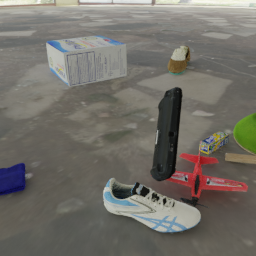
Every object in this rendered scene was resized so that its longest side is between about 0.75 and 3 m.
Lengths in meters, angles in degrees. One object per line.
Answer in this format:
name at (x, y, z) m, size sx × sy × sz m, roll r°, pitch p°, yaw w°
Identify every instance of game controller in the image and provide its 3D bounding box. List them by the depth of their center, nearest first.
game controller at (0.726, 0.114, 5.279) m, size 0.367 × 0.910 × 1.744 m, roll 10°, pitch 71°, yaw -2°

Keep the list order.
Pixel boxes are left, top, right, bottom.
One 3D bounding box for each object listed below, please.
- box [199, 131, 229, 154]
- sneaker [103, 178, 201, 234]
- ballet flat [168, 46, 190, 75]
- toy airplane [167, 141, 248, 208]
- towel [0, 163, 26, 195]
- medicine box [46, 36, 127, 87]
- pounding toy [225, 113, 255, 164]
box at (2.118, 0.354, 6.881) m, size 0.823 × 0.265 × 0.288 m, roll -21°, pitch 30°, yaw -34°
sneaker at (0.373, 1.298, 4.785) m, size 1.727 × 0.626 × 0.621 m, roll 10°, pitch 29°, yaw 16°
ballet flat at (2.423, -3.257, 12.881) m, size 0.877 × 0.935 × 2.585 m, roll 14°, pitch 32°, yaw 19°
toy airplane at (1.392, 0.911, 5.705) m, size 1.851 × 0.340 × 1.851 m, roll -1°, pitch 33°, yaw 1°
towel at (-2.378, 1.050, 5.717) m, size 0.575 × 0.193 × 0.779 m, roll -15°, pitch 31°, yaw -13°
medicine box at (-1.750, -2.925, 11.816) m, size 2.654 × 1.366 × 2.418 m, roll -15°, pitch 32°, yaw -27°
pounding toy at (3.577, -0.051, 6.674) m, size 1.971 × 1.185 × 2.553 m, roll 15°, pitch 31°, yaw 26°
